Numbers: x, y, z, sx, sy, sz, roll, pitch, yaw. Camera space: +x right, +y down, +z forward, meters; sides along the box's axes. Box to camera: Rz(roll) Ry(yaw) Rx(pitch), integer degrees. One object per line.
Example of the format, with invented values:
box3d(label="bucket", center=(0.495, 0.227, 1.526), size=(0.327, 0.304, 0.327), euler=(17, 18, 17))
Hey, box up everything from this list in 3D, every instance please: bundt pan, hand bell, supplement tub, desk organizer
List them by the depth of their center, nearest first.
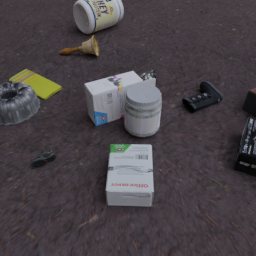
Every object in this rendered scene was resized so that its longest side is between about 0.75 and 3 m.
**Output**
box3d(label="desk organizer", center=(5.990, -0.652, 10.884), size=(1.034, 0.963, 2.686), euler=(-25, 47, -29))
box3d(label="bundt pan", center=(-4.842, -1.145, 11.506), size=(2.302, 0.864, 2.302), euler=(0, 42, 0))
box3d(label="hand bell", center=(-2.722, -4.283, 15.201), size=(2.109, 1.098, 1.098), euler=(-7, 40, 11))
box3d(label="supplement tub", center=(-1.812, -7.178, 17.465), size=(2.706, 1.962, 1.962), euler=(-31, 50, -30))

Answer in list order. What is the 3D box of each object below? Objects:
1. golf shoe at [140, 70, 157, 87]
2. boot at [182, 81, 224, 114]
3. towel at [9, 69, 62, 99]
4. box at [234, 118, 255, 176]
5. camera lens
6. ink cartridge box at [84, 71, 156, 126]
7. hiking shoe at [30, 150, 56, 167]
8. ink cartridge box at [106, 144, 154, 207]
box3d(label="golf shoe", center=(0.898, -2.065, 12.802), size=(0.792, 0.652, 1.676), euler=(-4, 33, 10))
box3d(label="boot", center=(3.018, -1.354, 12.037), size=(1.664, 0.546, 1.371), euler=(-24, 45, -18))
box3d(label="towel", center=(-4.326, -2.032, 13.025), size=(2.527, 0.228, 1.088), euler=(27, 53, 26))
box3d(label="box", center=(4.604, 0.715, 9.398), size=(1.599, 0.841, 1.952), euler=(17, 44, 18))
box3d(label="camera lens", center=(0.530, -0.598, 10.258), size=(1.336, 1.670, 1.336), euler=(0, 41, 0))
box3d(label="ink cartridge box", center=(-0.277, -1.254, 11.113), size=(2.638, 1.519, 0.895), euler=(-18, 45, -19))
box3d(label="hiking shoe", center=(-2.908, 1.033, 9.490), size=(0.880, 0.333, 0.443), euler=(-17, 35, -31))
box3d(label="ink cartridge box", center=(0.067, 1.420, 8.646), size=(1.380, 0.782, 1.883), euler=(2, 42, 2))
